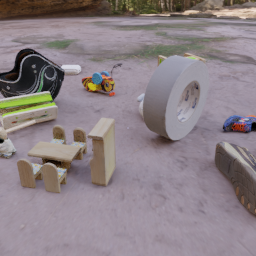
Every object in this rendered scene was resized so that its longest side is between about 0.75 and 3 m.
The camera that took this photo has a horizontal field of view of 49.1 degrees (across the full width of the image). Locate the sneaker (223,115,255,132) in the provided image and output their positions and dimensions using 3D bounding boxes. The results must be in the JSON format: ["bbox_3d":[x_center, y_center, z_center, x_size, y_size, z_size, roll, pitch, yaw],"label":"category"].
[{"bbox_3d":[4.392,-0.127,10.703,1.624,0.612,0.637,-8,34,-11],"label":"sneaker"}]

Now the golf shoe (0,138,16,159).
[{"bbox_3d":[-4.456,0.519,9.293,1.508,0.733,0.591,4,30,11],"label":"golf shoe"}]

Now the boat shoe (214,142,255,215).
[{"bbox_3d":[3.363,1.202,7.629,1.058,1.075,2.886,-3,29,-6],"label":"boat shoe"}]

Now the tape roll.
[{"bbox_3d":[1.765,-1.041,9.918,0.949,2.872,2.872,23,36,34],"label":"tape roll"}]

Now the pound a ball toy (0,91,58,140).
[{"bbox_3d":[-4.003,-0.367,10.969,2.459,1.045,1.604,-16,57,-28],"label":"pound a ball toy"}]

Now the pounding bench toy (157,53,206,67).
[{"bbox_3d":[3.071,-2.725,14.489,2.090,1.664,2.679,-11,30,-22],"label":"pounding bench toy"}]

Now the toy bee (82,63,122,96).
[{"bbox_3d":[-1.272,-2.200,14.174,1.645,1.366,2.513,-21,8,-32],"label":"toy bee"}]

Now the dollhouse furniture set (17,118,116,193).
[{"bbox_3d":[-1.682,0.567,8.197,2.461,1.635,2.157,7,28,12],"label":"dollhouse furniture set"}]

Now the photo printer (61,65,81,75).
[{"bbox_3d":[-3.595,-3.673,17.639,1.218,0.423,1.013,0,27,1],"label":"photo printer"}]

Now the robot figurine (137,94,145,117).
[{"bbox_3d":[1.077,-0.938,11.774,1.497,0.997,1.765,29,34,7],"label":"robot figurine"}]

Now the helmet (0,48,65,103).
[{"bbox_3d":[-4.286,-2.051,12.333,2.582,2.461,2.582,33,5,-3],"label":"helmet"}]
